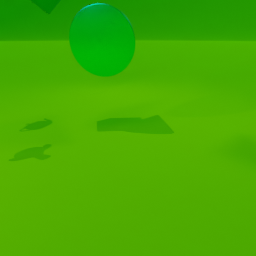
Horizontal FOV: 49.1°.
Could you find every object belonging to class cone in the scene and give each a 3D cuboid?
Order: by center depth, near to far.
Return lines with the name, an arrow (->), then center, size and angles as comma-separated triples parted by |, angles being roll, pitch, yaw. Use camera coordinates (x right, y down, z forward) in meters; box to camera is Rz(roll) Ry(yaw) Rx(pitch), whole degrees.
cone -> -0.354, -2.162, 6.651 | 1.527, 1.527, 1.533 | 6, 27, 16

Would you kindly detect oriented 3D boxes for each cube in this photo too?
cube -> -1.774, -3.149, 5.760 | 0.939, 0.939, 0.939 | 31, 25, -41
